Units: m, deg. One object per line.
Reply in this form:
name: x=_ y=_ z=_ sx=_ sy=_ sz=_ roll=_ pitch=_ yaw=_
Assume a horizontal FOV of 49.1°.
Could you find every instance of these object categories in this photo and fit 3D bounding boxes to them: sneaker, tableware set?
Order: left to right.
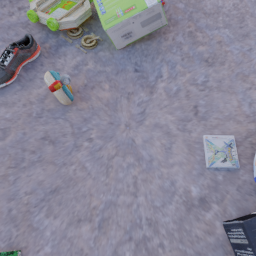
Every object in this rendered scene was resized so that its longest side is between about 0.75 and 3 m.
sneaker: x=-4.145 y=-2.457 z=9.777 sx=0.924 sy=0.982 sz=2.399 roll=29 pitch=67 yaw=14
tableware set: x=-1.773 y=-3.543 z=10.720 sx=1.437 sy=0.288 sz=0.950 roll=38 pitch=69 yaw=18

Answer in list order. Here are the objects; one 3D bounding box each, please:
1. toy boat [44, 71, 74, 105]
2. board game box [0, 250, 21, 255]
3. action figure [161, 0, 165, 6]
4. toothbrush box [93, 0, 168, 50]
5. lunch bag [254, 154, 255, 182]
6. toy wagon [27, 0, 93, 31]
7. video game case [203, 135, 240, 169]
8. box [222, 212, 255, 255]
toy boat: x=-2.123 y=-1.349 z=8.914 sx=0.705 sy=1.516 sz=1.274 roll=-36 pitch=99 yaw=-6
board game box: x=-3.883 y=3.823 z=6.995 sx=2.280 sy=0.268 sz=1.195 roll=-6 pitch=61 yaw=-3
action figure: x=0.812 y=-4.791 z=11.241 sx=0.814 sy=0.537 sz=1.644 roll=26 pitch=64 yaw=12
toothbrush box: x=-0.092 y=-4.754 z=10.460 sx=2.143 sy=1.267 sz=2.944 roll=-25 pitch=64 yaw=10
lunch bag: x=4.312 y=0.366 z=7.697 sx=1.437 sy=1.973 sz=2.321 roll=31 pitch=66 yaw=34
toy wagon: x=-2.900 y=-4.865 z=11.115 sx=2.989 sy=0.591 sz=2.319 roll=27 pitch=59 yaw=21
video game case: x=2.862 y=0.721 z=8.643 sx=0.981 sy=0.118 sz=1.077 roll=1 pitch=63 yaw=0
box: x=3.946 y=3.025 z=6.663 sx=2.298 sy=1.372 sz=2.337 roll=-16 pitch=71 yaw=-8
